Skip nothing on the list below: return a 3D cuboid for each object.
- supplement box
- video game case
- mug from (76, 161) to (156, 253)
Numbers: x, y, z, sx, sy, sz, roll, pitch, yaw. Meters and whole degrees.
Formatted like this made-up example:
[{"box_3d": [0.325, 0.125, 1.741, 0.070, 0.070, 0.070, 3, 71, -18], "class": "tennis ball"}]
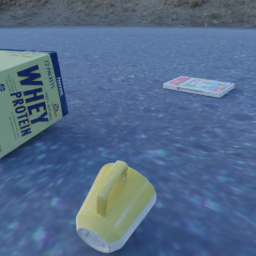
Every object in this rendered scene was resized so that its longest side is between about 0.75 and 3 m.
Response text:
[{"box_3d": [-3.299, -0.742, 6.672, 2.541, 1.706, 2.539, 10, 32, 26], "class": "supplement box"}, {"box_3d": [2.769, -1.657, 10.968, 2.285, 0.199, 1.633, 16, 29, 33], "class": "video game case"}, {"box_3d": [-0.268, 1.041, 3.763, 0.916, 1.144, 0.939, -6, 34, 40], "class": "mug"}]
